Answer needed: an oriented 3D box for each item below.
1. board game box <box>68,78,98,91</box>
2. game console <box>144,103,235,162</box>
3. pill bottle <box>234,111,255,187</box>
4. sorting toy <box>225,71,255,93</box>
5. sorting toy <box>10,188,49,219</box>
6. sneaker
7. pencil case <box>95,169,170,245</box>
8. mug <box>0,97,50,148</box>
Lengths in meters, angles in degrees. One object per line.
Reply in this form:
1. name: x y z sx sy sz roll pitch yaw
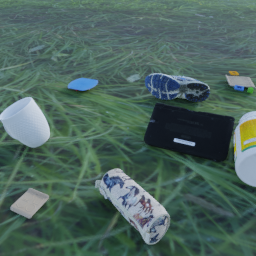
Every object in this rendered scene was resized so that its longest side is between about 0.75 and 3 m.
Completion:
1. board game box: -2.174 -2.016 13.614 1.474 0.287 1.165 13 39 28
2. game console: 2.331 0.078 10.390 2.841 1.654 2.499 12 65 19
3. pill bottle: 4.026 0.521 8.674 1.398 1.398 2.479 9 34 13
4. sorting toy: 5.547 -2.245 13.936 1.293 0.313 2.297 8 34 4
5. sorting toy: -2.636 2.026 7.544 0.718 0.141 0.776 15 40 22
6. sneaker: 2.240 -1.891 12.888 2.937 1.132 1.251 15 25 9
7. pencil case: 0.107 1.915 7.036 0.962 0.836 2.150 -18 37 -34
8. mug: -3.534 -0.065 9.528 1.647 1.444 1.216 -12 34 26
